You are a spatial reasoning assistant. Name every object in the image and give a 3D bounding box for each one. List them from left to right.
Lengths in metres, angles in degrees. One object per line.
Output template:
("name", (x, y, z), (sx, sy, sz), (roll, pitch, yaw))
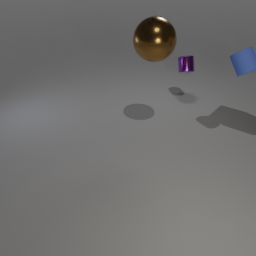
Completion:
("ball", (0.854, -2.825, 8.969), (1.400, 1.400, 1.400), (0, 31, 0))
("cylinder", (2.635, -2.876, 12.678), (0.700, 0.700, 0.700), (-4, 8, 1))
("cylinder", (3.610, -2.052, 8.663), (0.700, 0.700, 0.700), (-23, 4, 2))
